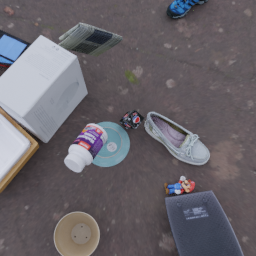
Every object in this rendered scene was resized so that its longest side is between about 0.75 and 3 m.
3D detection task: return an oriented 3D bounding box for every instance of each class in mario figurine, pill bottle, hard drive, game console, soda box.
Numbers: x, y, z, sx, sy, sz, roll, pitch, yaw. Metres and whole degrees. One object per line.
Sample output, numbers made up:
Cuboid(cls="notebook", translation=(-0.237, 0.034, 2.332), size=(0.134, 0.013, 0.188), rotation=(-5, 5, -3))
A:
Cuboid(cls="mario figurine", translation=(1.767, 1.936, 9.533), size=(1.017, 0.539, 0.628), rotation=(-9, 69, -2))
Cuboid(cls="pill bottle", translation=(-1.174, 0.558, 7.767), size=(0.733, 0.733, 1.316), rotation=(26, 52, 9))
Cuboid(cls="hard drive", translation=(2.239, 3.255, 8.491), size=(1.820, 0.571, 2.698), rotation=(-8, 44, -7))
Cuboid(cls="game console", translation=(-4.982, -3.184, 10.983), size=(2.033, 1.207, 1.752), rotation=(26, 73, 8))
Cuboid(cls="soda box", translation=(0.110, -0.281, 9.785), size=(0.455, 1.437, 0.509), rotation=(41, 83, -9))

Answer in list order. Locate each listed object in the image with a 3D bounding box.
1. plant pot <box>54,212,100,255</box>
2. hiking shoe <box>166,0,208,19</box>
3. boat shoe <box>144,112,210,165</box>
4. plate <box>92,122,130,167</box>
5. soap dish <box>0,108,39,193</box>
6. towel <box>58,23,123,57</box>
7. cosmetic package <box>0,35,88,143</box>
Cuboid(cls="plant pot", translation=(-1.531, 3.347, 8.811), size=(1.366, 0.917, 1.366), rotation=(0, 73, 0))
Cuboid(cls="hiking shoe", translation=(2.572, -5.551, 11.932), size=(2.274, 0.986, 0.846), rotation=(-36, 74, -12))
Cuboid(cls="boat shoe", translation=(1.730, 0.353, 9.916), size=(2.633, 0.844, 0.970), rotation=(38, 75, 12))
Cuboid(cls="plate", translation=(-0.795, 0.548, 10.186), size=(1.726, 0.221, 1.726), rotation=(0, 69, 0))
Cuboid(cls="soap dish", translation=(-4.370, 0.875, 9.406), size=(1.969, 1.017, 2.503), rotation=(40, 90, 13))
Cuboid(cls="towel", translation=(-1.288, -2.919, 9.341), size=(1.659, 1.723, 0.298), rotation=(3, 80, -38))
Cuboid(cls="cosmetic package", translation=(-2.884, -1.201, 9.556), size=(1.556, 2.524, 2.532), rotation=(32, 72, 11))
